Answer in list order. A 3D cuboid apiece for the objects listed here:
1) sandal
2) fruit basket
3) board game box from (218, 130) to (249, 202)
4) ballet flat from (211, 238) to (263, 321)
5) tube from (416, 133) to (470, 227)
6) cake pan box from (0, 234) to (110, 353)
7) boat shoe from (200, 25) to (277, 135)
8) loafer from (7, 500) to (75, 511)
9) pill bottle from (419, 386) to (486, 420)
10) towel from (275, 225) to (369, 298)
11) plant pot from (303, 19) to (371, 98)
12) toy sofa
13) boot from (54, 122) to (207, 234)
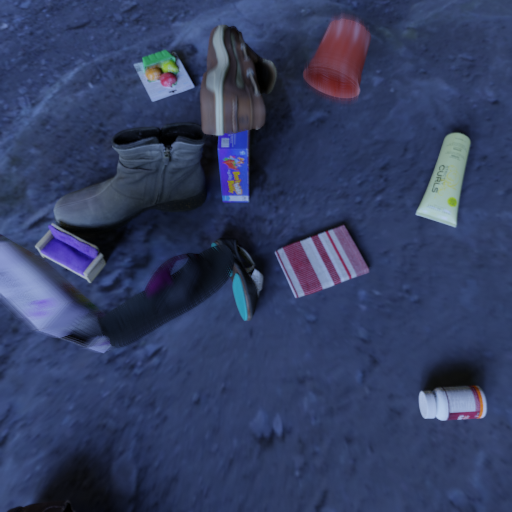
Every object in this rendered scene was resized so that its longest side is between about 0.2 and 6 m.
[{"bbox_3d":[-1.130,0.424,7.302,2.049,0.490,0.770,-36,43,-20],"label":"sandal"},{"bbox_3d":[-2.244,-4.357,13.631,1.106,0.560,1.194,-24,78,-13],"label":"fruit basket"},{"bbox_3d":[-0.430,-2.656,11.847,0.568,1.707,2.538,0,60,0],"label":"board game box"},{"bbox_3d":[-0.253,0.355,10.725,0.641,0.637,1.873,-14,60,-21],"label":"ballet flat"},{"bbox_3d":[4.089,-1.633,11.956,0.636,0.569,2.191,-2,56,45],"label":"tube"},{"bbox_3d":[-3.175,0.550,8.400,2.130,1.962,0.557,37,83,21],"label":"cake pan box"},{"bbox_3d":[-0.240,-3.055,9.744,1.190,1.188,3.217,0,45,1],"label":"boat shoe"},{"bbox_3d":[-2.663,4.800,7.775,1.084,1.115,3.053,-24,63,-13],"label":"loafer"},{"bbox_3d":[3.313,2.494,9.481,0.992,0.543,0.543,-3,59,-1],"label":"pill bottle"},{"bbox_3d":[1.291,0.117,11.112,1.574,0.179,1.133,-20,63,-9],"label":"towel"},{"bbox_3d":[1.629,-3.813,10.757,1.139,1.139,1.107,20,85,11],"label":"plant pot"},{"bbox_3d":[-3.641,-0.060,10.948,1.288,0.628,0.533,26,63,14],"label":"toy sofa"},{"bbox_3d":[-2.550,-1.649,10.988,3.297,2.154,1.116,-14,60,-8],"label":"boot"}]
